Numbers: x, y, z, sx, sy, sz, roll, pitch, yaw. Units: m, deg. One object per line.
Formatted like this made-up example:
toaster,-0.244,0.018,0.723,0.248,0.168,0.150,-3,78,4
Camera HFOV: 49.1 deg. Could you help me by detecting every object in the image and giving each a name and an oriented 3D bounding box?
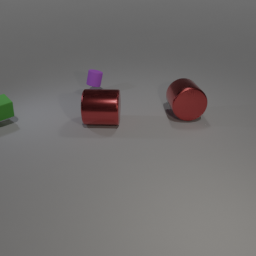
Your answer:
cylinder,2.388,-1.198,11.564,1.400,1.400,1.400,-2,26,-3
cube,-4.935,-0.786,10.866,0.700,0.700,0.700,-27,51,-37
cylinder,-1.624,-2.421,13.617,0.700,0.700,0.700,12,21,-5
cylinder,-1.027,-0.817,10.981,1.400,1.400,1.400,1,30,2
